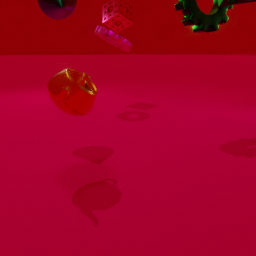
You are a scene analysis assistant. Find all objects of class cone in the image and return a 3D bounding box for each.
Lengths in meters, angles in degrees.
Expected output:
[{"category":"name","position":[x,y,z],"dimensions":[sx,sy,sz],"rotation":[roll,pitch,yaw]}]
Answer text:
[{"category":"cone","position":[-1.615,-2.944,6.610],"dimensions":[0.964,0.964,0.968],"rotation":[-5,35,-18]}]

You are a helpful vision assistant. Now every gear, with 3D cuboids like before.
[{"category":"gear","position":[2.016,-3.437,7.340],"dimensions":[1.781,1.781,0.329],"rotation":[-9,14,-28]},{"category":"gear","position":[-0.528,-3.230,10.190],"dimensions":[1.415,0.262,1.415],"rotation":[27,7,-4]}]

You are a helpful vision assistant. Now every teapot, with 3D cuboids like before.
[{"category":"teapot","position":[-0.903,-0.643,4.731],"dimensions":[0.862,0.678,1.386],"rotation":[43,21,-3]}]

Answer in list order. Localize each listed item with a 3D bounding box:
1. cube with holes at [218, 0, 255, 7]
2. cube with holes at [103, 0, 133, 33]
[{"category":"cube with holes","position":[2.361,-3.165,5.144],"dimensions":[1.212,1.212,1.212],"rotation":[-7,0,3]},{"category":"cube with holes","position":[-0.428,-4.858,11.977],"dimensions":[0.930,0.930,0.930],"rotation":[-15,-22,38]}]
